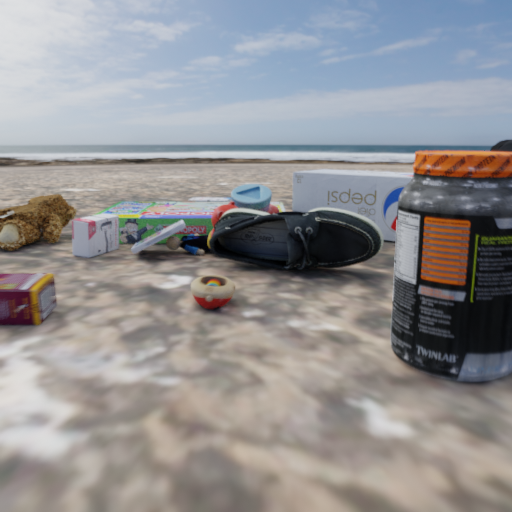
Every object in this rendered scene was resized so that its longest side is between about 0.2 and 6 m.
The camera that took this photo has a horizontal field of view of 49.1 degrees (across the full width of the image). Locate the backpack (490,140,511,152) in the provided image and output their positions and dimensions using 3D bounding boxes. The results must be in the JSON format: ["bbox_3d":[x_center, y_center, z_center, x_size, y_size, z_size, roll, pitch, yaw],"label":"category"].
[{"bbox_3d":[4.829,-0.458,7.131,4.304,2.724,3.592,-9,8,-39],"label":"backpack"}]

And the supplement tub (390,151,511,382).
[{"bbox_3d":[2.159,0.043,5.905,1.374,2.243,1.374,1,13,0],"label":"supplement tub"}]

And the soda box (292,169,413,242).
[{"bbox_3d":[3.261,-1.230,13.570,4.845,1.542,1.650,9,15,39],"label":"soda box"}]

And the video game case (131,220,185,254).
[{"bbox_3d":[-1.983,-0.401,11.494,1.138,0.144,1.249,-27,10,-4],"label":"video game case"}]

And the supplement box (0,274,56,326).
[{"bbox_3d":[-3.385,0.573,7.464,1.202,0.515,0.664,0,17,0],"label":"supplement box"}]

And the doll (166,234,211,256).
[{"bbox_3d":[-1.153,-0.283,11.890,1.512,0.366,1.032,-4,25,-17],"label":"doll"}]

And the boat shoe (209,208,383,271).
[{"bbox_3d":[0.592,-0.235,9.948,3.161,1.181,1.048,11,28,20],"label":"boat shoe"}]

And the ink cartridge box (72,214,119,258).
[{"bbox_3d":[-3.333,-0.434,11.692,0.443,0.760,1.044,8,14,19],"label":"ink cartridge box"}]

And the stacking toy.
[{"bbox_3d":[0.122,-0.854,11.699,1.900,0.887,2.099,11,36,16],"label":"stacking toy"}]

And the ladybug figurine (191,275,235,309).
[{"bbox_3d":[-0.630,0.533,8.104,0.642,0.340,0.946,8,12,5],"label":"ladybug figurine"}]

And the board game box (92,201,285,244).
[{"bbox_3d":[-1.531,-0.880,14.073,4.538,0.661,3.054,0,11,0],"label":"board game box"}]

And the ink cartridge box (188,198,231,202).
[{"bbox_3d":[-1.493,-1.639,18.133,1.284,0.435,0.745,2,12,10],"label":"ink cartridge box"}]

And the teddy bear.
[{"bbox_3d":[-5.347,-0.659,12.990,1.978,0.911,2.729,-8,20,0],"label":"teddy bear"}]
